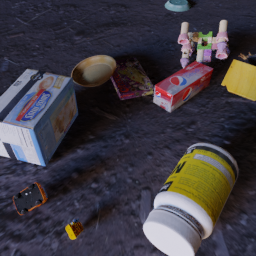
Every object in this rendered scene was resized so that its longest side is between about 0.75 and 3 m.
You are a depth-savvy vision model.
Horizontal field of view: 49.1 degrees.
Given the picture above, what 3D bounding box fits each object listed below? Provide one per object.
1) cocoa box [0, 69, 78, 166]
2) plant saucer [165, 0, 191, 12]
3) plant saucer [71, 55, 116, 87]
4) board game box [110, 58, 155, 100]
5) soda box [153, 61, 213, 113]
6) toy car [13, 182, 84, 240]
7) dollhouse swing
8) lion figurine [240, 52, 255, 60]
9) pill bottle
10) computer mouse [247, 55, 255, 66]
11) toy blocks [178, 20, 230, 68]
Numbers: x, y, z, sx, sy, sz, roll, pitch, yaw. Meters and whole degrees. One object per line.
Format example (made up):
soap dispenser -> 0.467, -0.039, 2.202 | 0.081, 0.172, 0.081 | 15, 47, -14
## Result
cocoa box -> -3.137, -0.425, 9.624 | 1.819, 1.848, 2.771 | 12, 46, 12
plant saucer -> 3.318, -8.211, 18.547 | 1.732, 0.311, 1.732 | 0, 45, 0
plant saucer -> -1.483, -2.475, 12.512 | 2.086, 0.369, 2.086 | -8, 48, 10
board game box -> 0.040, -2.277, 12.572 | 1.552, 0.418, 2.586 | -15, 47, -9
soda box -> 2.325, -1.780, 11.631 | 0.976, 0.884, 2.789 | 35, 53, 30
toy car -> -2.225, 2.433, 7.876 | 2.163, 1.061, 0.720 | 43, 13, 15
dollhouse swing -> 5.379, -1.998, 12.292 | 1.894, 1.665, 1.721 | 27, 92, 24
lion figurine -> 5.956, -3.528, 13.912 | 0.800, 0.290, 0.490 | -13, 52, 7
pill bottle -> 1.715, 1.864, 7.483 | 1.641, 1.641, 2.871 | 25, 50, 23
computer mouse -> 6.888, -3.178, 12.947 | 2.623, 0.692, 1.817 | -8, 10, 3
toy blocks -> 3.580, -3.494, 13.136 | 2.219, 2.374, 1.999 | 4, 77, 20
